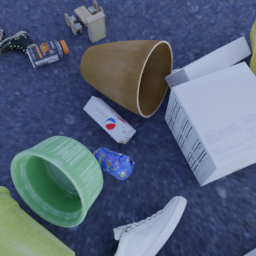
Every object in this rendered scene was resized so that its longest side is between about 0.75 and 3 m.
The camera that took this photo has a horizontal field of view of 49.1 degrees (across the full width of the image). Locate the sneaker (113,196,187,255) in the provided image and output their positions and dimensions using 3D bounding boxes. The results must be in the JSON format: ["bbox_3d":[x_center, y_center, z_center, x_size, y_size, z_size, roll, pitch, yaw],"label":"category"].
[{"bbox_3d":[0.333,2.462,6.663,1.101,0.947,2.601,39,72,14],"label":"sneaker"}]

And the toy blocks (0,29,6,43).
[{"bbox_3d":[-5.431,-2.921,8.721,2.251,1.895,2.103,-2,64,-1],"label":"toy blocks"}]

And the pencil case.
[{"bbox_3d":[-0.411,0.851,7.108,0.555,1.423,0.618,-6,99,-28],"label":"pencil case"}]

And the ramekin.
[{"bbox_3d":[-1.614,1.204,6.652,2.094,2.094,1.023,28,38,13],"label":"ramekin"}]

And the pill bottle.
[{"bbox_3d":[-2.610,-2.480,9.199,1.237,0.657,0.657,-23,67,-12],"label":"pill bottle"}]

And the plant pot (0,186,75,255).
[{"bbox_3d":[-2.439,2.822,5.869,2.193,2.386,2.386,29,68,5],"label":"plant pot"}]

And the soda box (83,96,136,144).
[{"bbox_3d":[-0.531,-0.234,7.973,1.551,0.528,0.494,42,102,22],"label":"soda box"}]

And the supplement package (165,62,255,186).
[{"bbox_3d":[2.506,-0.080,7.461,2.207,1.697,2.308,-20,66,-9],"label":"supplement package"}]

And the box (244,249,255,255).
[{"bbox_3d":[3.238,3.412,6.016,1.506,1.297,1.514,-24,67,-11],"label":"box"}]

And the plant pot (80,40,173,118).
[{"bbox_3d":[-0.170,-1.664,8.194,2.293,2.137,2.137,20,65,24],"label":"plant pot"}]

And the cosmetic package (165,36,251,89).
[{"bbox_3d":[2.429,-1.872,8.442,2.528,1.043,0.640,-30,96,-22],"label":"cosmetic package"}]

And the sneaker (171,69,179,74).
[{"bbox_3d":[1.706,-1.560,8.894,1.245,0.468,0.551,-15,73,-9],"label":"sneaker"}]

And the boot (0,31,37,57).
[{"bbox_3d":[-3.679,-2.673,9.419,1.205,0.435,0.910,-42,74,-17],"label":"boot"}]

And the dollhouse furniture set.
[{"bbox_3d":[-1.379,-3.824,9.687,1.224,0.927,1.396,-31,68,-14],"label":"dollhouse furniture set"}]

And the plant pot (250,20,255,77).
[{"bbox_3d":[4.763,-2.362,8.291,2.509,2.509,2.361,-1,49,0],"label":"plant pot"}]
